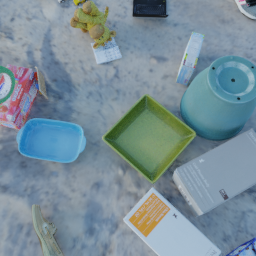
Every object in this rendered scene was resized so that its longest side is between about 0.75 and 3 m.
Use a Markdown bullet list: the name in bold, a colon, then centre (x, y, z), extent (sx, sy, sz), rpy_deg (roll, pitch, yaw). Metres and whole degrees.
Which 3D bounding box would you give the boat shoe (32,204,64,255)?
- **boat shoe**: centre (-2.438, 3.143, 8.491), extent (0.588, 0.650, 1.824), rpy_deg (-20, 78, -15)

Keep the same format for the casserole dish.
- **casserole dish**: centre (-2.564, 0.457, 9.540), extent (2.342, 0.454, 1.418), rpy_deg (8, 70, 4)

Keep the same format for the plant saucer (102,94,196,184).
- **plant saucer**: centre (0.706, 0.350, 9.521), extent (2.302, 0.551, 2.299), rpy_deg (41, 75, 13)

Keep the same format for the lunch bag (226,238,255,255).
- **lunch bag**: centre (3.617, 3.875, 8.175), extent (1.104, 0.684, 0.939), rpy_deg (-21, 71, -22)

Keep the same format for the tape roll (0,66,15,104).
- **tape roll**: centre (-3.824, -1.258, 8.219), extent (0.272, 1.132, 1.132), rpy_deg (22, 71, 16)

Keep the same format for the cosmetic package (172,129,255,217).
- **cosmetic package**: centre (3.000, 1.407, 8.767), extent (2.886, 1.301, 1.541), rpy_deg (-29, 69, -7)

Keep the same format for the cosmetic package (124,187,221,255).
- **cosmetic package**: centre (1.226, 3.162, 8.283), extent (2.603, 0.927, 1.320), rpy_deg (41, 75, 13)

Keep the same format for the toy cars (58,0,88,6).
- **toy cars**: centre (-2.335, -5.527, 11.825), extent (1.370, 0.303, 0.614), rpy_deg (10, 70, 4)

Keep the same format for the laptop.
- **laptop**: centre (0.894, -4.936, 11.331), extent (1.419, 0.827, 1.601), rpy_deg (3, 70, 0)

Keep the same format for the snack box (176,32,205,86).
- **snack box**: centre (2.250, -2.501, 10.201), extent (0.500, 1.246, 1.477), rpy_deg (17, 71, 4)

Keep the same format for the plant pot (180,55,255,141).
- **plant pot**: centre (3.102, -1.044, 9.125), extent (2.414, 2.268, 2.414), rpy_deg (0, 70, -1)

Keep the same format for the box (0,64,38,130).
- **box**: centre (-3.956, -1.068, 9.804), extent (0.945, 1.024, 1.996), rpy_deg (13, 71, 6)

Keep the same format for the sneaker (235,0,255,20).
- **sneaker**: centre (4.967, -5.467, 11.323), extent (0.828, 1.195, 1.979), rpy_deg (-22, 71, -8)

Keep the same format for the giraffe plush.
- **giraffe plush**: centre (-1.226, -3.834, 10.800), extent (1.641, 1.416, 1.331), rpy_deg (-11, 73, -41)

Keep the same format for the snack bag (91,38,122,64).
- **snack bag**: centre (-0.857, -3.064, 11.017), extent (1.007, 0.114, 1.068), rpy_deg (-16, 70, -5)

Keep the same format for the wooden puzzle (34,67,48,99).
- **wooden puzzle**: centre (-3.121, -1.571, 9.965), extent (0.228, 0.912, 0.985), rpy_deg (-14, 80, -6)
